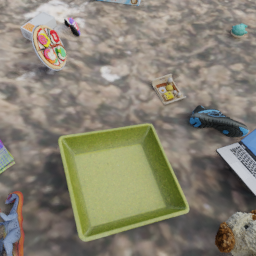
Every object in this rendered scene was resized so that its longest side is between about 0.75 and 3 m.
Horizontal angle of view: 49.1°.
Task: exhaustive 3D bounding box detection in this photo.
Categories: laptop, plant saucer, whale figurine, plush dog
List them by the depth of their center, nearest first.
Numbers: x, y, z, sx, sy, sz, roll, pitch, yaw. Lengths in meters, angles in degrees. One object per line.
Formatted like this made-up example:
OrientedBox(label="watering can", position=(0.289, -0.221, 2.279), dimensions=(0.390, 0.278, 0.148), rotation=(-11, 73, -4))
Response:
OrientedBox(label="plush dog", position=(3.218, 2.874, 6.542), dimensions=(2.469, 1.981, 2.121), rotation=(-7, 37, -32))
OrientedBox(label="plant saucer", position=(-0.221, 1.371, 7.620), dimensions=(2.879, 0.690, 2.883), rotation=(-8, 56, -20))
OrientedBox(label="laptop", position=(3.922, 0.813, 7.904), dimensions=(1.976, 1.145, 1.851), rotation=(-10, 52, -39))
OrientedBox(label="whale figurine", position=(4.650, -4.114, 11.586), dimensions=(0.676, 0.441, 0.850), rotation=(35, 63, 20))

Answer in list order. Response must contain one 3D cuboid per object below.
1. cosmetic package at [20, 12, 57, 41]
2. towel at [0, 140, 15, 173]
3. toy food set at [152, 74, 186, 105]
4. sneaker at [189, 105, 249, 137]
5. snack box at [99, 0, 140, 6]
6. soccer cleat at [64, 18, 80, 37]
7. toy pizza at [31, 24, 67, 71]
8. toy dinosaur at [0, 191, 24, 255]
OrientedBox(label="cosmetic package", position=(-3.690, -4.206, 11.627), dimensions=(0.677, 0.476, 1.335), rotation=(30, 61, 18))
OrientedBox(label="towel", position=(-4.639, 0.623, 8.332), dimensions=(1.592, 0.252, 2.217), rotation=(-36, 77, -23))
OrientedBox(label="toy food set", position=(1.431, -1.369, 9.845), dimensions=(0.796, 0.335, 1.109), rotation=(-20, 62, -12))
OrientedBox(label="sneaker", position=(2.931, -0.273, 8.918), dimensions=(1.817, 0.665, 0.744), rotation=(19, 54, 15))
OrientedBox(label="snack box", position=(-0.528, -6.278, 12.491), dimensions=(2.206, 1.282, 0.409), rotation=(10, 56, 7))
OrientedBox(label="soccer cleat", position=(-2.244, -4.262, 11.732), dimensions=(0.431, 0.402, 1.178), rotation=(-27, 59, -24))
OrientedBox(label="toy pizza", position=(-2.769, -2.937, 10.136), dimensions=(0.273, 1.722, 1.722), rotation=(-15, 53, 26))
OrientedBox(label="toy dinosaur", position=(-3.012, 2.587, 7.280), dimensions=(1.950, 1.024, 1.769), rotation=(40, 45, -17))
